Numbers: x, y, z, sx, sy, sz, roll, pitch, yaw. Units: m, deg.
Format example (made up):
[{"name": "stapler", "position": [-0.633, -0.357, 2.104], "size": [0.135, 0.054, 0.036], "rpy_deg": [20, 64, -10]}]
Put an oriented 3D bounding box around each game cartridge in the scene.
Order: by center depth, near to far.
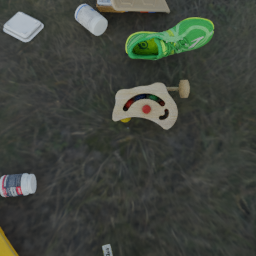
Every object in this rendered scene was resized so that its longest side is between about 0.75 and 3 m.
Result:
[{"name": "game cartridge", "position": [-3.580, 3.211, 6.337], "size": [1.961, 0.361, 2.225], "rpy_deg": [-36, 78, -16]}]

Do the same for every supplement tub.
[{"name": "supplement tub", "position": [-2.847, 1.475, 7.258], "size": [0.794, 0.557, 0.557], "rpy_deg": [-5, 64, -2]}, {"name": "supplement tub", "position": [-1.288, -3.771, 9.749], "size": [0.679, 0.679, 1.029], "rpy_deg": [-42, 71, -18]}]

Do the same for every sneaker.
[{"name": "sneaker", "position": [1.260, -2.586, 8.669], "size": [2.769, 1.025, 1.157], "rpy_deg": [-10, 37, 17]}]

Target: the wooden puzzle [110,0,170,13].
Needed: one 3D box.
[{"name": "wooden puzzle", "position": [0.122, -4.981, 10.035], "size": [2.454, 0.568, 2.273], "rpy_deg": [-9, 70, -31]}]

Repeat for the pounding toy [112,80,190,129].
[{"name": "pounding toy", "position": [0.727, -0.588, 8.260], "size": [2.298, 1.318, 1.314], "rpy_deg": [-10, 92, 5]}]

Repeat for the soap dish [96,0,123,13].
[{"name": "soap dish", "position": [-0.585, -4.662, 10.316], "size": [1.073, 0.436, 0.844], "rpy_deg": [3, 64, 1]}]

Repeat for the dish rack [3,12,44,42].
[{"name": "dish rack", "position": [-3.733, -3.643, 9.927], "size": [1.200, 0.261, 1.030], "rpy_deg": [30, 67, 12]}]

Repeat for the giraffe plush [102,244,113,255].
[{"name": "giraffe plush", "position": [-0.113, 3.366, 5.668], "size": [1.859, 1.748, 2.155], "rpy_deg": [-30, 68, -14]}]
